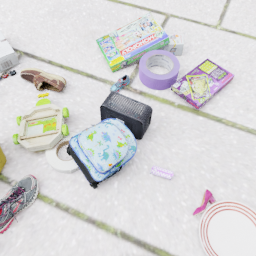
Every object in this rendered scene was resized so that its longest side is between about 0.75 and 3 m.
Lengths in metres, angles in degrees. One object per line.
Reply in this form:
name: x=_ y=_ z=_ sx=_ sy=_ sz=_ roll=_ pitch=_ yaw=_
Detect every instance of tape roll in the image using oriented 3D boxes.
tape roll: x=1.358 y=-2.555 z=12.298 sx=1.744 sy=0.741 sz=1.744 roll=0 pitch=59 yaw=-1
tape roll: x=-2.234 y=0.905 z=10.423 sx=1.624 sy=0.297 sz=1.624 roll=0 pitch=57 yaw=0

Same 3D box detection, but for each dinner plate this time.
dinner plate: x=3.358 y=3.420 z=8.885 sx=2.243 sy=0.272 sz=2.243 roll=0 pitch=58 yaw=-1

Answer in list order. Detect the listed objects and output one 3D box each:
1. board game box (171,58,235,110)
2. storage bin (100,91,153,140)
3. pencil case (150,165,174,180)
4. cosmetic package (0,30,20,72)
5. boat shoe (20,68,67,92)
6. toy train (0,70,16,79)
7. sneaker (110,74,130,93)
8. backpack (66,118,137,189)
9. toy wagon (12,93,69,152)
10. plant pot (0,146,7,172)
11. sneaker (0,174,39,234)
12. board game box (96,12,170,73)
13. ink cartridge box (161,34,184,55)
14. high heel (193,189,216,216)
board game box: x=3.206 y=-1.943 z=11.976 sx=2.501 sy=0.404 sz=1.501 roll=-37 pitch=60 yaw=-24
storage bin: x=-0.080 y=-0.468 z=10.692 sx=1.815 sy=1.227 sz=0.851 roll=23 pitch=58 yaw=13
pencil case: x=1.209 y=1.576 z=9.977 sx=0.817 sy=0.349 sz=0.343 roll=16 pitch=63 yaw=8
cosmetic package: x=-6.034 y=-3.662 z=12.954 sx=1.121 sy=0.817 sz=2.206 roll=-31 pitch=64 yaw=-18
boat shoe: x=-3.713 y=-1.975 z=11.975 sx=2.063 sy=0.744 sz=0.743 roll=16 pitch=58 yaw=2
toy train: x=-5.494 y=-2.328 z=12.508 sx=1.028 sy=0.175 sz=0.236 roll=-23 pitch=73 yaw=-14
sneaker: x=-0.388 y=-1.950 z=12.057 sx=0.431 sy=0.519 sz=1.086 roll=39 pitch=66 yaw=21
backpack: x=-0.774 y=0.682 z=9.727 sx=2.099 sy=1.542 sz=1.921 roll=-33 pitch=83 yaw=-28
toy wagon: x=-3.297 y=-0.301 z=10.889 sx=2.038 sy=0.520 sz=2.626 roll=-10 pitch=50 yaw=3
plant pot: x=-5.524 y=0.940 z=9.371 sx=2.278 sy=2.227 sz=2.212 roll=-34 pitch=64 yaw=-28
sneaker: x=-3.771 y=2.457 z=9.157 sx=0.881 sy=0.816 sz=2.186 roll=25 pitch=61 yaw=15
board game box: x=0.176 y=-3.996 z=12.949 sx=2.931 sy=0.427 sz=1.973 roll=-27 pitch=59 yaw=1
ink cartridge box: x=2.076 y=-3.906 z=13.155 sx=0.985 sy=0.712 sz=0.715 roll=0 pitch=58 yaw=0
high heel: x=2.456 y=2.486 z=9.378 sx=1.068 sy=0.360 sz=0.512 roll=-29 pitch=71 yaw=-22
